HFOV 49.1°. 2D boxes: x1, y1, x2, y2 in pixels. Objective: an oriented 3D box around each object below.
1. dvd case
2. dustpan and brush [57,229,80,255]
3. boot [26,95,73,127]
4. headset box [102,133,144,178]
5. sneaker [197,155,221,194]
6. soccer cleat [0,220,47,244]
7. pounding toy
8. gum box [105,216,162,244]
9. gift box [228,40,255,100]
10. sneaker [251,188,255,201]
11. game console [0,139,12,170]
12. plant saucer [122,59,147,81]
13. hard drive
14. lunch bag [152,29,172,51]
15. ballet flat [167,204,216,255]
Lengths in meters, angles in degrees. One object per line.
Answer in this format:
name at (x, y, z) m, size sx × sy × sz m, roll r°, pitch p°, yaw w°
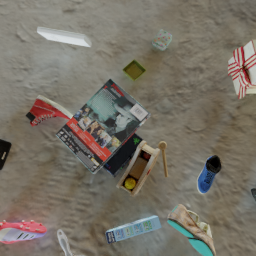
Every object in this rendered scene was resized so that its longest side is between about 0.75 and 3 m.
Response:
dvd case at (-0.912, -0.108, 10.188) m, size 2.145 × 0.323 × 2.939 m, roll 42°, pitch 88°, yaw 17°
dustpan and brush at (-1.830, 4.758, 9.563) m, size 1.885 × 0.773 × 2.701 m, roll -23°, pitch 75°, yaw -7°
boot at (-3.189, -0.435, 11.227) m, size 1.756 × 0.636 × 1.267 m, roll 25°, pitch 75°, yaw 16°
headset box at (-0.520, 0.644, 10.752) m, size 1.631 × 0.869 × 1.873 m, roll 41°, pitch 77°, yaw 11°
sneaker at (3.005, 1.702, 10.378) m, size 0.573 × 0.831 × 1.494 m, roll 24°, pitch 78°, yaw 10°
soccer cleat at (-3.933, 3.767, 9.996) m, size 2.070 × 0.690 × 0.791 m, roll 4°, pitch 96°, yaw -1°
pounding toy at (0.799, 1.432, 10.180) m, size 1.416 × 1.412 × 2.469 m, roll 29°, pitch 75°, yaw 13°
gum box at (0.176, 3.440, 9.575) m, size 1.780 × 1.512 × 0.396 m, roll -16°, pitch 74°, yaw -4°
gift box at (5.112, -2.244, 11.182) m, size 1.844 × 1.974 × 1.822 m, roll -4°, pitch 70°, yaw -16°
sneaker at (5.693, 1.996, 10.307) m, size 2.565 × 0.967 × 1.017 m, roll -35°, pitch 74°, yaw -10°
game console at (-5.311, 0.993, 11.045) m, size 1.022 × 0.676 × 1.162 m, roll 22°, pitch 73°, yaw -25°
plant saucer at (0.265, -2.443, 12.036) m, size 0.776 × 0.186 × 0.778 m, roll -42°, pitch 77°, yaw -11°
hard drive at (-2.526, -3.671, 11.341) m, size 1.886 × 1.244 × 0.248 m, roll 11°, pitch 95°, yaw 4°
lunch bag at (1.521, -3.869, 12.387) m, size 0.700 × 0.336 × 0.873 m, roll 33°, pitch 76°, yaw 7°
ballet flat at (2.330, 3.464, 9.520) m, size 2.518 × 0.857 × 0.847 m, roll 48°, pitch 58°, yaw -24°
